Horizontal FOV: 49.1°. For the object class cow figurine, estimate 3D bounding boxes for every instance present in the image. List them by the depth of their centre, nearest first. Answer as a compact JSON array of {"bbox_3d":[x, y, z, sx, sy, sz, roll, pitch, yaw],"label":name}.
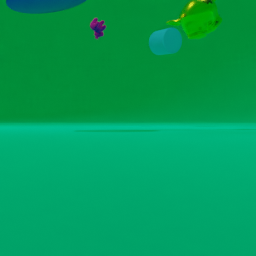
[{"bbox_3d":[-1.304,-4.125,11.685,0.864,0.482,0.878,-30,-20,36],"label":"cow figurine"}]

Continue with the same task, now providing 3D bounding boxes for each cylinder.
[{"bbox_3d":[1.499,-3.468,11.281,0.968,0.968,0.968,-1,9,-30],"label":"cylinder"}]

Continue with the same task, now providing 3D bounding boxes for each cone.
[{"bbox_3d":[-1.699,-3.343,5.417,1.671,1.677,1.671,-12,8,2],"label":"cone"}]

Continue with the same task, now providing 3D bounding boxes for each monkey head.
[{"bbox_3d":[1.650,-2.577,6.666,1.443,0.869,1.038,-29,5,4],"label":"monkey head"}]
